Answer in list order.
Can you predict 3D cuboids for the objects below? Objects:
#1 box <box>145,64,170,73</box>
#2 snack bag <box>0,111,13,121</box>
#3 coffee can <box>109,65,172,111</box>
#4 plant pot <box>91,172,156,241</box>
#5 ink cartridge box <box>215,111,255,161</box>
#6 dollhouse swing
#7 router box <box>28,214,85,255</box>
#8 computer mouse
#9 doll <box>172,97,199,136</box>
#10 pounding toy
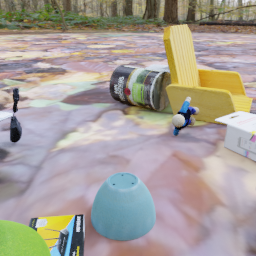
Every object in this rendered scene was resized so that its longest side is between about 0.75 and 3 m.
[{"bbox_3d":[1.223,-1.727,10.492,1.268,1.086,1.262,10,24,27],"label":"box"},{"bbox_3d":[-4.085,-0.329,8.422,0.834,0.095,0.885,10,25,23],"label":"snack bag"},{"bbox_3d":[0.443,-1.370,9.370,1.752,1.282,1.282,17,28,35],"label":"coffee can"},{"bbox_3d":[-0.075,1.078,4.252,1.005,0.677,1.005,-1,22,0],"label":"plant pot"},{"bbox_3d":[2.995,0.238,6.337,1.093,0.633,1.877,-15,28,-31],"label":"ink cartridge box"},{"bbox_3d":[2.671,-1.910,8.997,2.688,2.600,2.958,10,24,24],"label":"dollhouse swing"},{"bbox_3d":[-0.947,1.565,3.601,0.764,0.262,1.024,-3,23,-7],"label":"router box"},{"bbox_3d":[-2.528,-0.250,6.396,0.266,1.564,0.458,1,46,-25],"label":"computer mouse"},{"bbox_3d":[1.437,-0.283,7.157,0.371,1.044,1.530,23,18,22],"label":"doll"},{"bbox_3d":[-1.846,1.405,2.487,1.797,1.080,2.328,3,26,25],"label":"pounding toy"}]
